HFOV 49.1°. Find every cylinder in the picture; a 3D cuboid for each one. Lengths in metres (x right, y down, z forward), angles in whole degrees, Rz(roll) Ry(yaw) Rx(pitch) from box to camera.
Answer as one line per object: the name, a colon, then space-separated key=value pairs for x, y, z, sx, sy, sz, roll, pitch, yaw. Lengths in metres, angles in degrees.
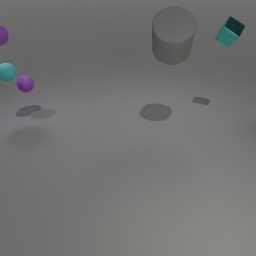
cylinder: x=1.518 y=-3.093 z=9.495 sx=1.400 sy=1.400 sz=1.400 roll=-1 pitch=72 yaw=5

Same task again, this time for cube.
cube: x=3.895 y=-3.661 z=10.719 sx=0.700 sy=0.700 sz=0.700 roll=34 pitch=65 yaw=1

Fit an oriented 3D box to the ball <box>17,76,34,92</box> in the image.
ball: x=-4.353 y=-1.863 z=11.893 sx=0.700 sy=0.700 sz=0.700 roll=0 pitch=29 yaw=0

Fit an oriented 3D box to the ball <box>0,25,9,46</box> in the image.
ball: x=-4.519 y=-3.213 z=9.716 sx=0.700 sy=0.700 sz=0.700 roll=0 pitch=29 yaw=0

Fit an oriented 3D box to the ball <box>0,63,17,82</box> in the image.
ball: x=-4.624 y=-2.118 z=10.671 sx=0.700 sy=0.700 sz=0.700 roll=0 pitch=29 yaw=0
